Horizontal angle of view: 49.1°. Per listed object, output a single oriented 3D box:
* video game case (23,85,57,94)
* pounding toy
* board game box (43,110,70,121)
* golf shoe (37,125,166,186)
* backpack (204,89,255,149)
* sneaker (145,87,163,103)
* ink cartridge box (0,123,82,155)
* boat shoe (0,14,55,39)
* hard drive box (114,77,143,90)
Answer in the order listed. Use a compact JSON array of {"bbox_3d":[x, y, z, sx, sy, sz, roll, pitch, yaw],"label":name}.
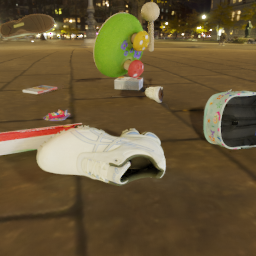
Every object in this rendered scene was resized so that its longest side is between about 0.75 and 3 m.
[{"bbox_3d":[-4.434,-1.952,14.176,1.007,0.123,1.408,11,23,29],"label":"video game case"},{"bbox_3d":[0.248,-2.216,7.680,1.066,1.773,2.297,34,60,32],"label":"pounding toy"},{"bbox_3d":[-2.542,-0.505,9.990,0.802,0.198,1.015,3,19,7],"label":"board game box"},{"bbox_3d":[-0.512,0.625,5.693,2.679,1.049,1.303,-5,26,-10],"label":"golf shoe"},{"bbox_3d":[2.730,-0.231,7.244,1.696,1.506,1.277,-8,14,-29],"label":"backpack"},{"bbox_3d":[1.098,-1.439,12.073,0.777,0.668,1.835,-1,9,10],"label":"sneaker"},{"bbox_3d":[-2.059,0.271,6.350,1.713,0.533,2.128,-8,2,-23],"label":"ink cartridge box"},{"bbox_3d":[-3.102,-3.168,8.848,1.710,0.613,0.651,-7,1,3],"label":"boat shoe"},{"bbox_3d":[0.052,-2.336,14.697,1.304,0.501,1.016,5,21,13],"label":"hard drive box"}]
